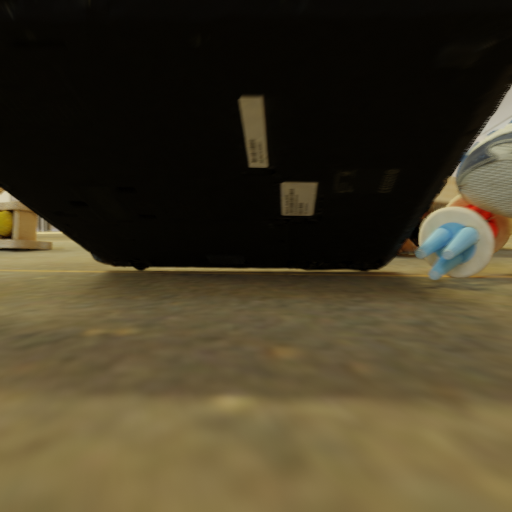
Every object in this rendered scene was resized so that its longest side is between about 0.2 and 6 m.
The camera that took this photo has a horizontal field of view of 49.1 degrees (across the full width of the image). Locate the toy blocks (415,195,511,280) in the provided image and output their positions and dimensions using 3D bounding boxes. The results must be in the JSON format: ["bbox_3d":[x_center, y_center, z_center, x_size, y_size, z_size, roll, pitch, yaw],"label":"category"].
[{"bbox_3d":[2.230,-0.121,4.761,1.479,0.644,1.774,16,27,33],"label":"toy blocks"}]

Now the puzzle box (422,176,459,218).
[{"bbox_3d":[3.342,-0.725,10.209,3.735,0.475,2.485,3,-11,-35],"label":"puzzle box"}]

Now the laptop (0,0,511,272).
[{"bbox_3d":[-1.016,-1.424,4.010,4.482,2.315,3.972,0,-14,4],"label":"laptop"}]

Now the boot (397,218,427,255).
[{"bbox_3d":[1.546,-0.311,8.162,2.097,0.804,1.628,9,-1,-23],"label":"boot"}]

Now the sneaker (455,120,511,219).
[{"bbox_3d":[2.519,-0.341,3.882,2.486,0.958,1.059,15,54,41],"label":"sneaker"}]

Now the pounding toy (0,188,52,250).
[{"bbox_3d":[-5.097,-0.928,10.510,2.849,1.634,1.629,2,-1,36],"label":"pounding toy"}]
